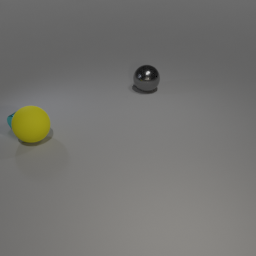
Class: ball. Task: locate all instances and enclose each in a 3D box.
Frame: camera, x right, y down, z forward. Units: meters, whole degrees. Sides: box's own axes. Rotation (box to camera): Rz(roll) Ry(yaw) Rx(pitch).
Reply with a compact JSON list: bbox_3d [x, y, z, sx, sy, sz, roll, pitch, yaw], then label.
[{"bbox_3d":[0.970,-2.586,14.613,1.400,1.400,1.400,0,32,0],"label":"ball"},{"bbox_3d":[-3.666,-0.145,10.625,1.400,1.400,1.400,0,32,0],"label":"ball"}]

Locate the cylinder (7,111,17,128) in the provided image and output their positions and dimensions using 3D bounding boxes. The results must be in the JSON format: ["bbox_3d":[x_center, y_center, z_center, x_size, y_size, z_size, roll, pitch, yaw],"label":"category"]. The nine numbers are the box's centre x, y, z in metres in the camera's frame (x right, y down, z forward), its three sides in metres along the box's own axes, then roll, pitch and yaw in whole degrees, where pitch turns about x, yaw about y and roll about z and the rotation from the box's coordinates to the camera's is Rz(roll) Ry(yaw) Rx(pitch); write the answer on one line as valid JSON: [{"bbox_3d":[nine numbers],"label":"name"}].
[{"bbox_3d":[-4.523,-0.354,11.667,0.700,0.700,0.700,13,34,20],"label":"cylinder"}]
